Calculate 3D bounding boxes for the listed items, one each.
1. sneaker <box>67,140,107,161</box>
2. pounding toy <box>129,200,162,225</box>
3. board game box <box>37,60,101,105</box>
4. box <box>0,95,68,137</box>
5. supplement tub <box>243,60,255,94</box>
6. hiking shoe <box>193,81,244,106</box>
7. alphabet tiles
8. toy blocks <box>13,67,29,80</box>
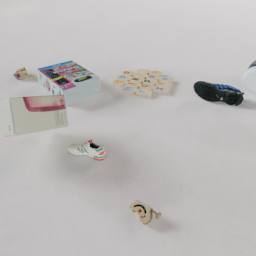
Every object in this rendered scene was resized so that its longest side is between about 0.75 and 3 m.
[{"bbox_3d":[-1.471,0.651,9.963,1.485,0.694,0.523,13,38,16],"label":"sneaker"},{"bbox_3d":[0.478,2.435,7.851,0.888,0.510,0.508,18,66,38],"label":"pounding toy"},{"bbox_3d":[-3.007,-2.369,14.094,2.073,0.903,2.810,-24,41,-31],"label":"board game box"},{"bbox_3d":[-3.467,-0.465,9.849,1.452,1.237,2.271,-3,6,35],"label":"box"},{"bbox_3d":[6.569,-2.615,14.055,1.312,1.312,1.869,19,39,24],"label":"supplement tub"},{"bbox_3d":[4.260,-1.693,13.299,2.348,0.873,1.018,21,32,12],"label":"hiking shoe"},{"bbox_3d":[0.819,-2.429,14.751,2.908,0.217,2.973,12,37,15],"label":"alphabet tiles"},{"bbox_3d":[-5.891,-2.943,15.318,0.746,0.546,1.092,-25,40,-14],"label":"toy blocks"}]
